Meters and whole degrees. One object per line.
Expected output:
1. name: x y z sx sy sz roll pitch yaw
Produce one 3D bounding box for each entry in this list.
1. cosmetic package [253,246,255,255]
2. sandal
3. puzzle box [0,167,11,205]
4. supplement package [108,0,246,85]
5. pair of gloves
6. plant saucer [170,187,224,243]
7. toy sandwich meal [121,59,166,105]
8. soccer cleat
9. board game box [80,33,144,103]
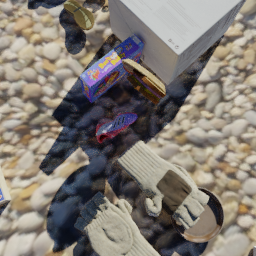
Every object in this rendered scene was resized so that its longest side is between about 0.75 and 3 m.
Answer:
1. cosmetic package: 4.279 3.433 6.295 2.690 0.681 1.110 6 76 1
2. sandal: -1.386 -3.210 8.055 0.535 0.360 1.332 -36 65 -13
3. puzzle box: -4.548 1.494 6.912 2.814 0.358 1.872 -24 79 -6
4. supplement package: 1.188 -2.968 7.204 2.466 1.814 2.358 -42 80 -9
5. pair of gloves: 0.321 1.934 6.654 2.373 0.489 2.790 35 78 17
6. plant saucer: 1.664 2.085 6.791 1.273 0.204 1.273 -2 75 8
7. toy sandwich meal: 0.279 -0.945 5.829 1.258 1.258 0.431 37 94 8
8. soccer cleat: -0.285 -0.013 6.955 1.310 0.437 0.501 -21 62 34
9. board game box: -0.405 -1.468 7.044 1.712 1.151 0.383 -41 84 -13
